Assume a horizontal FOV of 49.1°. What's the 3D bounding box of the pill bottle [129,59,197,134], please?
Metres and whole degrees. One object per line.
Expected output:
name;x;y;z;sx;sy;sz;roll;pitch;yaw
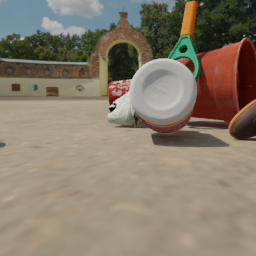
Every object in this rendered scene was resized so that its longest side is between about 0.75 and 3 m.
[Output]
pill bottle;0.780;-0.519;5.899;1.212;1.212;2.146;1;-8;11

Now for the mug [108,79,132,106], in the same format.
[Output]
mug;0.533;-1.508;12.815;2.776;1.852;2.464;-2;2;10

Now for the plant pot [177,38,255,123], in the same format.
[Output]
plant pot;2.361;-1.233;8.287;2.334;2.400;2.400;1;6;37

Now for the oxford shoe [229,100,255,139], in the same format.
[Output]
oxford shoe;2.933;-0.253;5.324;1.994;0.710;0.723;-25;23;11

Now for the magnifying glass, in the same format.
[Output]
magnifying glass;1.550;-2.233;7.674;1.043;2.619;0.293;5;-12;32

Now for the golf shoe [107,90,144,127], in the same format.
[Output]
golf shoe;-0.030;-0.806;8.539;1.111;0.895;2.285;-5;26;11
